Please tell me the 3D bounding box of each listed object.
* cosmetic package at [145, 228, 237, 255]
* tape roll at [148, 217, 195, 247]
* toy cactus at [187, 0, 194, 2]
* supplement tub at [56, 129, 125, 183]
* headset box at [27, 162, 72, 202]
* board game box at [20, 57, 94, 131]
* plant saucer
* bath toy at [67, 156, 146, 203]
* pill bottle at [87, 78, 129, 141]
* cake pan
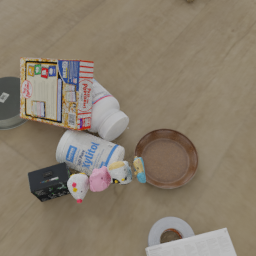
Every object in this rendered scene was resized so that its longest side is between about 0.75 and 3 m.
[{"bbox_3d":[1.722,3.520,7.713,2.325,0.589,0.960,-11,66,-6],"label":"cosmetic package"},{"bbox_3d":[1.292,3.410,8.373,1.400,0.463,1.400,0,61,-1],"label":"tape roll"},{"bbox_3d":[2.873,-7.130,13.924,2.270,1.161,1.873,-8,80,-7],"label":"toy cactus"},{"bbox_3d":[-1.213,0.909,9.265,1.962,1.295,1.295,20,63,10],"label":"supplement tub"},{"bbox_3d":[-2.361,1.705,8.783,1.191,1.368,0.635,-16,63,-7],"label":"headset box"},{"bbox_3d":[-2.509,-1.233,9.494,2.891,0.669,2.190,12,103,32],"label":"board game box"},{"bbox_3d":[1.302,1.061,9.685,2.220,0.406,2.220,0,61,1],"label":"plant saucer"},{"bbox_3d":[-0.592,1.335,7.122,2.113,0.919,0.781,-18,49,13],"label":"bath toy"},{"bbox_3d":[-1.297,-0.830,10.074,1.500,1.500,2.759,-38,69,-19],"label":"pill bottle"},{"bbox_3d":[-4.687,-1.057,10.814,2.370,0.435,2.370,0,62,0],"label":"cake pan"}]
